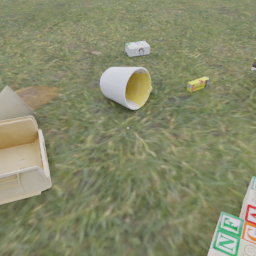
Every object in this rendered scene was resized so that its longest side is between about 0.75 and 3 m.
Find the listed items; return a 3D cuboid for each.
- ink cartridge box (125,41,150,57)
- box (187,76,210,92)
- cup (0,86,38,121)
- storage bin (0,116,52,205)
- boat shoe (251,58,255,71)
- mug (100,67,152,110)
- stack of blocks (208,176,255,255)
[{"bbox_3d":[0.413,-3.436,12.134,0.924,0.388,0.669,-12,40,-14],"label":"ink cartridge box"},{"bbox_3d":[2.465,-1.529,9.774,0.848,0.319,0.212,-19,42,-24],"label":"box"},{"bbox_3d":[-3.276,-0.451,7.853,0.872,1.220,1.220,-44,52,-14],"label":"cup"},{"bbox_3d":[-2.872,0.725,6.432,1.891,0.893,1.905,-13,39,-15],"label":"storage bin"},{"bbox_3d":[4.705,-2.160,9.534,0.619,0.513,1.722,6,16,4],"label":"boat shoe"},{"bbox_3d":[-0.102,-1.285,9.006,1.333,1.624,1.301,20,74,36],"label":"mug"},{"bbox_3d":[2.248,2.092,4.762,1.553,0.790,2.698,18,41,21],"label":"stack of blocks"}]
